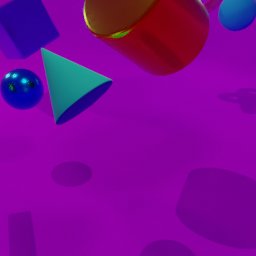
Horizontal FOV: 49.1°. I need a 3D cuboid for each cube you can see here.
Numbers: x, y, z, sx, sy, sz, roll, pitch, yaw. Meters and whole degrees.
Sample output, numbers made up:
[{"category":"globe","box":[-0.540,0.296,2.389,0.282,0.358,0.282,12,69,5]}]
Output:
[{"category":"cube","box":[-3.115,-2.928,8.122,1.368,1.368,1.368,15,51,47]}]

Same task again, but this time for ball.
[{"category":"ball","box":[2.993,-3.167,7.661,0.989,0.989,0.989,0,32,0]},{"category":"ball","box":[-2.001,-0.733,5.315,0.783,0.783,0.783,0,32,0]}]

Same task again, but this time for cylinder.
[{"category":"cylinder","box":[0.310,-1.673,4.184,1.398,1.398,1.398,29,5,38]}]

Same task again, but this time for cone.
[{"category":"cone","box":[-0.779,-0.629,3.371,0.854,0.850,0.850,51,45,0]}]

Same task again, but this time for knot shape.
[{"category":"knot shape","box":[2.267,-4.397,7.841,0.918,1.986,1.858,26,75,28]}]
